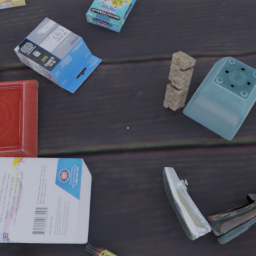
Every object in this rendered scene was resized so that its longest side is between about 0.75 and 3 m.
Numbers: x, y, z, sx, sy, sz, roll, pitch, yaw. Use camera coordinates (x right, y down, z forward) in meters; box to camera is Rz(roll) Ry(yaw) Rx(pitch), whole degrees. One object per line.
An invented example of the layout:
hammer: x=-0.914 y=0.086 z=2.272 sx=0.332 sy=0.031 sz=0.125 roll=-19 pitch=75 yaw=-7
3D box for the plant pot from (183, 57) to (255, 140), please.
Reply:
plant pot: x=3.133 y=-1.083 z=8.809 sx=1.862 sy=1.902 sz=1.867 roll=33 pitch=72 yaw=12

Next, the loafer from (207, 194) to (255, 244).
loafer: x=3.512 y=2.265 z=7.999 sx=2.642 sy=0.949 sz=0.831 roll=-29 pitch=65 yaw=-9

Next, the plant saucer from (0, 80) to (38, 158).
plant saucer: x=-4.388 y=-0.259 z=9.011 sx=2.821 sy=0.518 sz=2.816 roll=-4 pitch=76 yaw=-1

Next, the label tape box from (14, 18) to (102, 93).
label tape box: x=-2.459 y=-2.617 z=10.019 sx=2.474 sy=0.818 sz=1.772 roll=32 pitch=71 yaw=14

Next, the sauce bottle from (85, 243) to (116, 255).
sauce bottle: x=-0.656 y=3.562 z=7.751 sx=1.103 sy=0.357 sz=0.357 roll=23 pitch=70 yaw=11

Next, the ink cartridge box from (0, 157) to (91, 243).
ink cartridge box: x=-2.499 y=1.996 z=7.485 sx=2.730 sy=1.993 sz=2.003 roll=1 pitch=68 yaw=1

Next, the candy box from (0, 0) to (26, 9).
candy box: x=-4.788 y=-5.252 z=11.360 sx=1.135 sy=0.314 sz=0.655 roll=-12 pitch=68 yaw=-5

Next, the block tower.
block tower: x=1.612 y=-1.429 z=8.878 sx=0.519 sy=1.922 sz=0.556 roll=-27 pitch=52 yaw=-29

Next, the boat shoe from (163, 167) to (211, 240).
boat shoe: x=1.624 y=2.078 z=8.100 sx=0.682 sy=0.784 sz=2.127 roll=-19 pitch=65 yaw=-11

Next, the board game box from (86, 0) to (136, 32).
board game box: x=-0.628 y=-4.823 z=11.125 sx=1.384 sy=0.430 sz=1.833 roll=21 pitch=69 yaw=8
